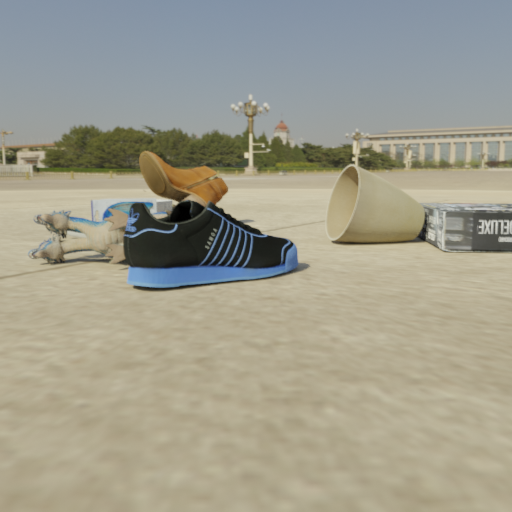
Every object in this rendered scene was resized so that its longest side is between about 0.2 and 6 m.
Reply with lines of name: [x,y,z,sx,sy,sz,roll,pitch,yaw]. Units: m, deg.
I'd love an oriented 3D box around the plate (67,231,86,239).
plate: [-2.925,-0.517,12.126,1.903,0.308,1.899,7,13,38]

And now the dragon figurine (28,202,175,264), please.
dragon figurine: [-1.960,-0.392,9.130,3.233,0.952,1.608,-7,11,-33]

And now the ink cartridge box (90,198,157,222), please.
ink cartridge box: [-3.203,-0.980,13.521,1.644,0.817,0.322,-4,7,-33]

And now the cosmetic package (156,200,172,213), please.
cosmetic package: [-3.141,-1.340,16.546,0.801,0.631,1.488,4,10,19]

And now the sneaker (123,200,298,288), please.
sneaker: [-0.482,-0.229,7.560,2.732,1.064,0.958,-5,9,-41]

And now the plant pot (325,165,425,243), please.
plant pot: [2.481,-0.870,11.358,1.667,1.562,1.562,14,5,-13]

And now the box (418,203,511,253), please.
box: [4.672,-0.639,11.360,2.437,0.769,3.090,1,9,4]

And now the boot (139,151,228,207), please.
boot: [-1.833,-2.073,14.642,1.711,2.204,0.845,-43,-3,-43]
